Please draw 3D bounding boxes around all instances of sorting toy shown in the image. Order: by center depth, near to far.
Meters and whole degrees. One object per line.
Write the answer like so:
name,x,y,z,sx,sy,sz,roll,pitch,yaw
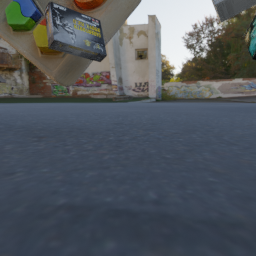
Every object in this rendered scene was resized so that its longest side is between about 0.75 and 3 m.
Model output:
sorting toy,-1.519,-2.643,6.028,2.832,2.621,0.517,39,-2,17

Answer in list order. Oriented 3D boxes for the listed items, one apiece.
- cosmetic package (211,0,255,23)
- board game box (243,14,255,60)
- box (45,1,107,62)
cosmetic package,2.538,-3.015,6.135,1.342,0.569,0.722,-24,-25,20
board game box,3.984,-3.091,7.965,0.272,1.934,1.308,10,47,-6
box,-0.907,-1.663,4.918,1.031,0.817,0.249,6,-27,-39
